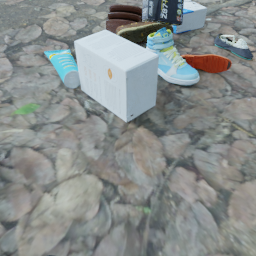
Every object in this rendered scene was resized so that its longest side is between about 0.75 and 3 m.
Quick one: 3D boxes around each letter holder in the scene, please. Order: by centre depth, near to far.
[{"bbox_3d":[-0.189,-5.292,13.704,1.679,1.193,0.844,9,44,9],"label":"letter holder"}]

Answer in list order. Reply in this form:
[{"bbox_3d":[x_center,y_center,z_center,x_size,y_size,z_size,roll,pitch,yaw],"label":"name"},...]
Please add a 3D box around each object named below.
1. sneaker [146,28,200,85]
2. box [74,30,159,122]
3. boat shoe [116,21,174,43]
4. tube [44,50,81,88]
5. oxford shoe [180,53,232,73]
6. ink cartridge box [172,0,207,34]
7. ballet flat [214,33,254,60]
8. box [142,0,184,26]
[{"bbox_3d":[1.631,-2.780,10.619,2.627,1.715,1.045,33,51,29],"label":"sneaker"},{"bbox_3d":[-0.400,-1.792,9.354,1.375,1.969,2.586,-32,52,-30],"label":"box"},{"bbox_3d":[0.753,-4.559,13.005,2.720,0.979,0.919,-10,53,-7],"label":"boat shoe"},{"bbox_3d":[-2.536,-2.554,11.227,1.103,0.718,2.849,-7,37,-25],"label":"tube"},{"bbox_3d":[3.081,-2.751,11.331,2.129,0.758,0.772,9,36,8],"label":"oxford shoe"},{"bbox_3d":[2.525,-5.969,14.534,1.819,1.050,2.491,-21,47,-21],"label":"ink cartridge box"},{"bbox_3d":[4.679,-3.667,12.334,0.717,0.717,1.962,-29,50,-28],"label":"ballet flat"},{"bbox_3d":[1.262,-4.631,9.767,1.494,1.854,0.455,-1,10,-26],"label":"box"}]
